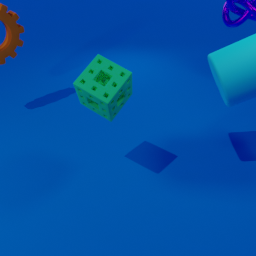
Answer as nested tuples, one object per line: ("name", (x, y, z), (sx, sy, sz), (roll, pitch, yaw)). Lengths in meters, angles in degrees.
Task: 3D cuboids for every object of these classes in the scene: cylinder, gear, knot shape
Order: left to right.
("gear", (-3.863, -2.688, 8.056), (0.320, 1.733, 1.733), (33, 48, 30))
("knot shape", (3.160, -3.355, 7.898), (0.607, 1.313, 1.229), (-53, 22, -19))
("cylinder", (2.472, -1.215, 5.879), (1.222, 1.222, 1.222), (-22, 34, 16))

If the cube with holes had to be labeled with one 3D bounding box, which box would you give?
("cube with holes", (-0.468, -0.791, 5.668), (0.810, 0.810, 0.810), (31, 71, 14))
